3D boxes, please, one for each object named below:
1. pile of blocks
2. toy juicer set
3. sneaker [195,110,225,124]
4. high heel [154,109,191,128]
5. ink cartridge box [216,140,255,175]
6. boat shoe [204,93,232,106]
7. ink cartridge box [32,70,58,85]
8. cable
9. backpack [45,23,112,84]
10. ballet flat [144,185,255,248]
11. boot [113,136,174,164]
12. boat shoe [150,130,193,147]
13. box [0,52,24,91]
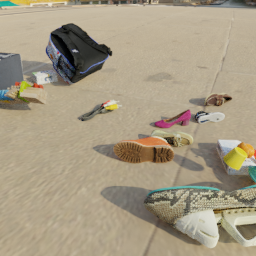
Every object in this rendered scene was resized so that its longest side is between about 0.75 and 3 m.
[{"bbox_3d":[-3.565,-1.225,9.089,2.299,0.714,0.944,2,-13,33],"label":"pile of blocks"},{"bbox_3d":[3.069,1.056,6.149,1.945,0.529,1.238,38,29,18],"label":"toy juicer set"},{"bbox_3d":[2.567,-0.418,8.916,0.895,0.327,0.501,-7,31,-10],"label":"sneaker"},{"bbox_3d":[1.352,-0.309,8.505,1.110,0.534,0.374,-6,29,-10],"label":"high heel"},{"bbox_3d":[3.006,0.705,6.891,1.380,0.326,1.105,0,29,1],"label":"ink cartridge box"},{"bbox_3d":[3.209,-0.989,9.891,1.169,0.422,0.421,-11,29,-31],"label":"boat shoe"},{"bbox_3d":[-3.580,-2.199,12.081,0.899,0.393,0.653,-15,32,-30],"label":"ink cartridge box"},{"bbox_3d":[-0.956,-0.650,9.284,1.458,0.367,0.708,-18,34,-32],"label":"cable"},{"bbox_3d":[-2.229,-3.117,11.670,2.226,1.800,2.337,51,47,-2],"label":"backpack"},{"bbox_3d":[1.743,1.532,4.909,2.848,0.966,1.072,-2,47,-7],"label":"ballet flat"},{"bbox_3d":[0.370,0.499,7.121,1.480,0.555,0.793,6,24,-4],"label":"boot"},{"bbox_3d":[1.144,0.323,7.520,1.168,0.426,0.367,10,40,21],"label":"boat shoe"},{"bbox_3d":[-5.693,-1.925,10.352,2.446,1.398,2.686,8,26,11],"label":"box"}]
